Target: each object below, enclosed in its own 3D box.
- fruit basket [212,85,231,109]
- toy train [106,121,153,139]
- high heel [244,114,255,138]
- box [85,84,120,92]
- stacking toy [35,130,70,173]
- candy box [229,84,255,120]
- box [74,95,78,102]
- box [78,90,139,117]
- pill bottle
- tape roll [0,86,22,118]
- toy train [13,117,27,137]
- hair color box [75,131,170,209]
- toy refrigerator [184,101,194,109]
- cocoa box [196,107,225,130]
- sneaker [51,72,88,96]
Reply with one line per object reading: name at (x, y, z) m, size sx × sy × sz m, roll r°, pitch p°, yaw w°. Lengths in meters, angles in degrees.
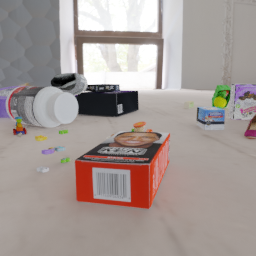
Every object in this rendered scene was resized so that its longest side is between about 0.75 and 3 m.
fruit basket at (5.443, -1.630, 16.224) m, size 1.092 × 1.514 × 1.514 m, roll -1°, pitch 10°, yaw -7°
toy train at (0.008, 0.230, 7.048) m, size 1.621 × 0.600 × 2.158 m, roll 0°, pitch 10°, yaw -2°
high heel at (3.862, -0.072, 8.647) m, size 0.446 × 0.636 × 1.322 m, roll 5°, pitch 11°, yaw 25°
box at (-1.308, -1.975, 13.645) m, size 1.219 × 0.331 × 1.522 m, roll -9°, pitch 13°, yaw -37°
stacking toy at (-1.471, 0.441, 5.622) m, size 0.216 × 0.694 × 0.920 m, roll 6°, pitch 11°, yaw 29°
candy box at (5.106, -1.133, 12.079) m, size 1.273 × 1.518 × 0.543 m, roll 0°, pitch 10°, yaw -2°
box at (-3.617, -1.462, 16.042) m, size 1.474 × 0.823 × 2.088 m, roll -3°, pitch 10°, yaw 0°
box at (-0.917, -1.335, 14.376) m, size 2.101 × 1.174 × 2.977 m, roll 1°, pitch 10°, yaw 21°
pill bottle at (-3.149, -0.793, 10.342) m, size 2.661 × 1.473 × 1.473 m, roll 7°, pitch 12°, yaw 36°
tape roll at (-5.423, -1.308, 13.457) m, size 2.180 × 0.926 × 2.180 m, roll 0°, pitch 24°, yaw 0°
toy train at (-3.419, -0.053, 8.836) m, size 0.391 × 0.534 × 0.923 m, roll -5°, pitch 11°, yaw -24°
hair color box at (0.055, 0.578, 4.867) m, size 1.126 × 0.679 × 2.219 m, roll 2°, pitch 10°, yaw 14°
toy refrigerator at (3.684, -1.394, 16.812) m, size 0.353 × 0.384 × 1.010 m, roll 6°, pitch 11°, yaw 28°
cocoa box at (2.951, -0.370, 10.093) m, size 0.725 × 0.713 × 1.087 m, roll 0°, pitch 10°, yaw -1°
sneaker at (-3.241, -1.608, 12.290) m, size 2.850 × 1.069 × 1.646 m, roll -35°, pitch -12°, yaw 6°
